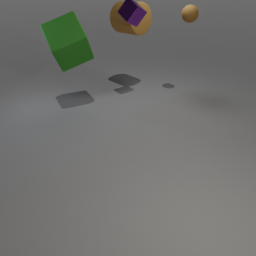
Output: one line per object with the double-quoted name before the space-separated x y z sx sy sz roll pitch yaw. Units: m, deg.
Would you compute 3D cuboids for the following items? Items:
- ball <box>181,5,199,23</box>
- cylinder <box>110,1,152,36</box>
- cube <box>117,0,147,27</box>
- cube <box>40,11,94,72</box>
"ball" 2.579 -4.743 11.642 0.700 0.700 0.700 0 29 0
"cylinder" 0.126 -5.033 12.819 1.400 1.400 1.400 -24 35 -35
"cube" 0.165 -4.539 10.995 0.700 0.700 0.700 52 28 22
"cube" -2.332 -3.334 10.903 1.400 1.400 1.400 -25 69 -4
